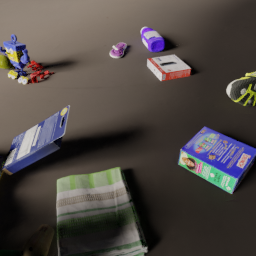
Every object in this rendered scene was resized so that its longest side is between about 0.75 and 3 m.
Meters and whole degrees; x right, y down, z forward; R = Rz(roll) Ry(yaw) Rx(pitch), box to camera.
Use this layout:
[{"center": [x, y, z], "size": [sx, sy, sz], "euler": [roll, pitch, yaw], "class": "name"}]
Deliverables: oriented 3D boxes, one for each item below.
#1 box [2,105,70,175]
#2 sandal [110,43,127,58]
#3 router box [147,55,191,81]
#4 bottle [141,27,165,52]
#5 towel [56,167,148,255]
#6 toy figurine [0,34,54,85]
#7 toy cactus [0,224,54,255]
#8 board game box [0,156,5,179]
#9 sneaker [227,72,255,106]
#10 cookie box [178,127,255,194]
[{"center": [-2.214, 0.295, 7.065], "size": [1.999, 0.324, 1.211], "euler": [-28, 36, 19], "class": "box"}, {"center": [-0.488, -3.843, 13.509], "size": [0.667, 0.403, 1.640], "euler": [6, 38, 8], "class": "sandal"}, {"center": [1.711, -2.590, 11.938], "size": [1.336, 0.364, 1.489], "euler": [-13, 40, -16], "class": "router box"}, {"center": [1.162, -4.539, 14.162], "size": [0.884, 0.691, 2.116], "euler": [-12, 39, -9], "class": "bottle"}, {"center": [-0.712, 1.859, 6.267], "size": [1.776, 0.365, 2.380], "euler": [-8, 39, -11], "class": "towel"}, {"center": [-4.526, -3.125, 11.569], "size": [2.795, 1.675, 1.474], "euler": [28, 46, 30], "class": "toy figurine"}, {"center": [-1.925, 2.465, 5.104], "size": [2.163, 1.106, 1.785], "euler": [-1, 27, 13], "class": "toy cactus"}, {"center": [-3.839, 1.305, 6.952], "size": [1.135, 0.389, 1.373], "euler": [-3, 38, -2], "class": "board game box"}, {"center": [4.511, -1.498, 10.172], "size": [2.771, 1.045, 1.059], "euler": [-10, 31, -29], "class": "sneaker"}, {"center": [2.374, 0.788, 7.437], "size": [1.574, 0.592, 1.347], "euler": [28, 46, 31], "class": "cookie box"}]
